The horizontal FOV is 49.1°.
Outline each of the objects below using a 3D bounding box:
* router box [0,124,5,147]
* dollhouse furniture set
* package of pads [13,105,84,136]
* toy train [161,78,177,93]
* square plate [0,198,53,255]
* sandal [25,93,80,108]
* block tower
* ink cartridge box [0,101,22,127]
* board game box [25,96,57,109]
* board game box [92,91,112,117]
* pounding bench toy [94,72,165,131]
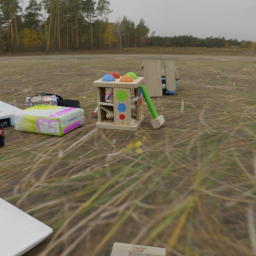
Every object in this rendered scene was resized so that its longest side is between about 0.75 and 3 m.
[{"bbox_3d":[-5.413,0.291,8.724,1.826,0.757,2.437,17,25,41],"label":"router box"},{"bbox_3d":[1.897,-2.728,17.291,2.491,2.134,2.620,-2,-5,-12],"label":"dollhouse furniture set"},{"bbox_3d":[-2.990,-0.330,10.618,2.154,0.735,1.664,6,18,21],"label":"package of pads"},{"bbox_3d":[2.013,-2.673,17.296,1.305,0.990,2.284,2,14,-20],"label":"toy train"},{"bbox_3d":[-2.559,1.918,4.694,1.851,0.263,1.833,13,23,34],"label":"square plate"},{"bbox_3d":[-3.775,-1.437,14.034,2.946,0.631,1.120,5,19,15],"label":"sandal"},{"bbox_3d":[-0.086,2.361,2.642,0.737,0.789,2.731,4,21,11],"label":"block tower"},{"bbox_3d":[-5.517,-0.618,11.796,1.367,0.539,2.750,-18,27,-41],"label":"ink cartridge box"},{"bbox_3d":[-3.929,-1.010,12.726,1.350,0.654,1.076,-6,20,-16],"label":"board game box"},{"bbox_3d":[-1.113,-1.067,12.290,0.671,0.127,1.303,-23,33,45],"label":"board game box"},{"bbox_3d":[0.168,-1.096,10.872,2.569,2.004,1.596,5,19,13],"label":"pounding bench toy"}]
